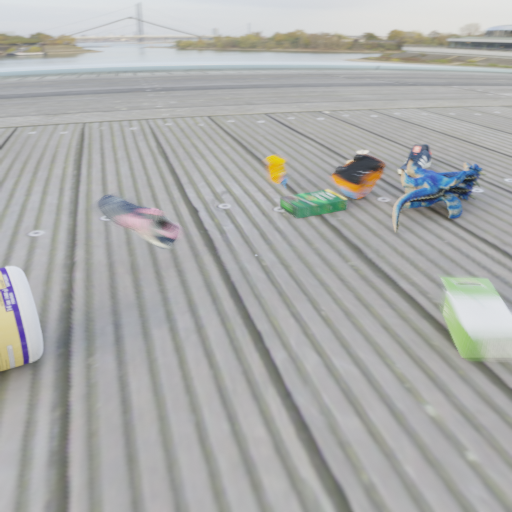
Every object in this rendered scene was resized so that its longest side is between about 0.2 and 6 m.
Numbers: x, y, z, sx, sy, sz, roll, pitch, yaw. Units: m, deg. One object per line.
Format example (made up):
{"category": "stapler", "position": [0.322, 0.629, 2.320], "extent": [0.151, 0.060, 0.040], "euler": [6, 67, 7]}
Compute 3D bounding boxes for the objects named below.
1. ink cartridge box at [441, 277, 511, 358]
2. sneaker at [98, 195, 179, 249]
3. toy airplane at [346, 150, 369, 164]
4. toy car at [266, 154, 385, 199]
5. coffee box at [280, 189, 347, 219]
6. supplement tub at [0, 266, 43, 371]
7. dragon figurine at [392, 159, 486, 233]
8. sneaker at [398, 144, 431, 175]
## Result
{"category": "ink cartridge box", "position": [3.487, 0.946, 8.879], "extent": [0.827, 0.473, 1.594], "euler": [0, 29, 2]}
{"category": "sneaker", "position": [-2.197, -0.791, 10.707], "extent": [1.616, 0.663, 0.567], "euler": [29, 45, -14]}
{"category": "toy airplane", "position": [3.259, -2.873, 17.281], "extent": [0.795, 0.563, 0.798], "euler": [-33, 42, 3]}
{"category": "toy car", "position": [1.891, -2.259, 15.267], "extent": [2.990, 0.995, 1.467], "euler": [17, 47, 23]}
{"category": "coffee box", "position": [1.447, -1.337, 14.206], "extent": [1.482, 0.326, 0.911], "euler": [-11, 27, -22]}
{"category": "supplement tub", "position": [-4.130, 1.028, 7.722], "extent": [1.995, 1.451, 1.451], "euler": [-14, 28, -29]}
{"category": "dragon figurine", "position": [4.532, -1.592, 13.809], "extent": [1.895, 1.122, 3.812], "euler": [11, 26, 22]}
{"category": "sneaker", "position": [4.903, -3.009, 17.294], "extent": [0.703, 0.792, 1.875], "euler": [14, 28, 27]}
